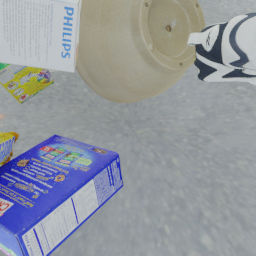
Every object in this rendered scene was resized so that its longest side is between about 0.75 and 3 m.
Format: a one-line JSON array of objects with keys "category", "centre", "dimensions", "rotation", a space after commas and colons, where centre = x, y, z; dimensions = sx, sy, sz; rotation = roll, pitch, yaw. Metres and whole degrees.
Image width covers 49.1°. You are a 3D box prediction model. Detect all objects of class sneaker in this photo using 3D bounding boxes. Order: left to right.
[{"category": "sneaker", "centre": [1.738, -1.004, 4.140], "dimensions": [2.113, 0.843, 1.375], "rotation": [4, 12, -37]}]

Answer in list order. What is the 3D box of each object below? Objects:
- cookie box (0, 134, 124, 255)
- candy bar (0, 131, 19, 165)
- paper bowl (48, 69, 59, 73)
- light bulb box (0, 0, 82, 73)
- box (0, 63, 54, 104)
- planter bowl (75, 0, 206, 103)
[{"category": "cookie box", "centre": [-1.187, 0.872, 3.996], "dimensions": [1.505, 0.661, 1.759], "rotation": [12, 33, 36]}, {"category": "candy bar", "centre": [-1.733, 0.279, 3.426], "dimensions": [0.278, 2.508, 0.625], "rotation": [20, 84, -10]}, {"category": "paper bowl", "centre": [-1.986, -2.670, 6.510], "dimensions": [2.516, 2.516, 1.308], "rotation": [-20, 38, -17]}, {"category": "light bulb box", "centre": [-1.131, -1.228, 3.169], "dimensions": [1.161, 0.725, 1.151], "rotation": [5, 32, -11]}, {"category": "box", "centre": [-2.052, -1.055, 5.577], "dimensions": [0.913, 1.555, 0.376], "rotation": [-36, 76, -11]}, {"category": "planter bowl", "centre": [0.364, -1.817, 5.523], "dimensions": [2.603, 2.603, 1.752], "rotation": [-34, 19, -27]}]
